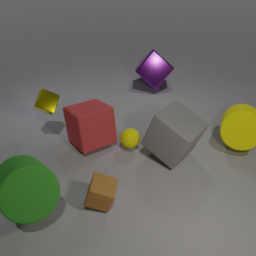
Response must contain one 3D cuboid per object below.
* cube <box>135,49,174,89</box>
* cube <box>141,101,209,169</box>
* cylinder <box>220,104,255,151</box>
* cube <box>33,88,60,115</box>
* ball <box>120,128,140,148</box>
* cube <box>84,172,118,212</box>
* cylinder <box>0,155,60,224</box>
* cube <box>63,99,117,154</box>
[{"bbox_3d":[1.328,-3.071,14.505,1.400,1.400,1.400,39,14,-11],"label":"cube"},{"bbox_3d":[1.549,0.205,9.372,1.400,1.400,1.400,40,44,18],"label":"cube"},{"bbox_3d":[4.065,-0.061,10.036,1.400,1.400,1.400,12,18,18],"label":"cylinder"},{"bbox_3d":[-2.952,-0.937,10.156,0.700,0.700,0.700,20,-11,-21],"label":"cube"},{"bbox_3d":[0.081,0.358,10.037,0.700,0.700,0.700,0,31,0],"label":"ball"},{"bbox_3d":[-0.745,1.764,7.714,0.700,0.700,0.700,18,37,-7],"label":"cube"},{"bbox_3d":[-2.578,1.478,7.018,1.400,1.400,1.400,-18,14,-27],"label":"cylinder"},{"bbox_3d":[-1.389,-0.121,10.270,1.400,1.400,1.400,-19,28,-28],"label":"cube"}]
